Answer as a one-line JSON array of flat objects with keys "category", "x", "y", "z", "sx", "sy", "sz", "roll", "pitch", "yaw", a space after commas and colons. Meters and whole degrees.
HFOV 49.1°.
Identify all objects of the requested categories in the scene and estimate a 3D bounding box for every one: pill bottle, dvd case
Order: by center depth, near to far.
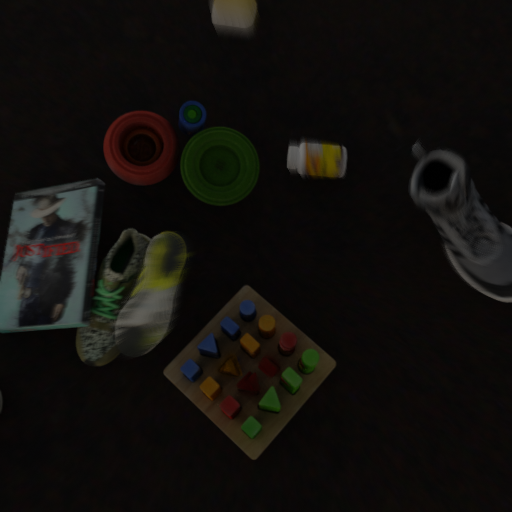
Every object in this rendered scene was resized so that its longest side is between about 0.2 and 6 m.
[{"category": "dvd case", "x": -3.022, "y": -0.003, "z": 8.194, "sx": 1.592, "sy": 0.240, "sz": 2.181, "roll": -6, "pitch": 69, "yaw": 21}, {"category": "pill bottle", "x": 0.954, "y": -1.522, "z": 8.876, "sx": 0.897, "sy": 0.490, "sz": 0.490, "roll": 5, "pitch": 70, "yaw": -1}]

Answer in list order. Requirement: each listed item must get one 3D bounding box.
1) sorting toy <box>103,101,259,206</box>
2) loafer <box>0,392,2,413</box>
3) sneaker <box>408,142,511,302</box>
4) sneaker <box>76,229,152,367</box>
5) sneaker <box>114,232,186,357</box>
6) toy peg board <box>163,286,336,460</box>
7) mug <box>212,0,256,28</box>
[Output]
[{"category": "sorting toy", "x": -1.134, "y": -1.603, "z": 8.805, "sx": 2.374, "sy": 0.974, "sz": 1.426, "roll": 16, "pitch": 86, "yaw": -7}, {"category": "loafer", "x": -5.079, "y": 2.262, "z": 7.249, "sx": 3.234, "sy": 1.017, "sz": 1.163, "roll": -12, "pitch": 71, "yaw": -4}, {"category": "sneaker", "x": 2.899, "y": -0.490, "z": 7.875, "sx": 0.960, "sy": 1.447, "sz": 2.543, "roll": -35, "pitch": 68, "yaw": 21}, {"category": "sneaker", "x": -2.069, "y": 0.495, "z": 7.925, "sx": 0.809, "sy": 0.933, "sz": 2.105, "roll": 14, "pitch": 71, "yaw": 4}, {"category": "sneaker", "x": -1.395, "y": 0.536, "z": 7.794, "sx": 0.674, "sy": 0.766, "sz": 1.811, "roll": 24, "pitch": 93, "yaw": -5}, {"category": "toy peg board", "x": -0.084, "y": 1.482, "z": 7.617, "sx": 1.755, "sy": 0.862, "sz": 1.763, "roll": 41, "pitch": 75, "yaw": 13}, {"category": "mug", "x": -0.358, "y": -4.341, "z": 9.742, "sx": 0.673, "sy": 0.820, "sz": 0.656, "roll": 17, "pitch": 76, "yaw": 1}]
